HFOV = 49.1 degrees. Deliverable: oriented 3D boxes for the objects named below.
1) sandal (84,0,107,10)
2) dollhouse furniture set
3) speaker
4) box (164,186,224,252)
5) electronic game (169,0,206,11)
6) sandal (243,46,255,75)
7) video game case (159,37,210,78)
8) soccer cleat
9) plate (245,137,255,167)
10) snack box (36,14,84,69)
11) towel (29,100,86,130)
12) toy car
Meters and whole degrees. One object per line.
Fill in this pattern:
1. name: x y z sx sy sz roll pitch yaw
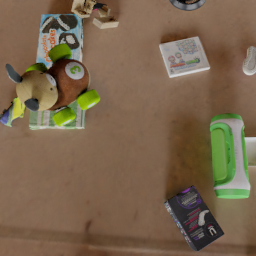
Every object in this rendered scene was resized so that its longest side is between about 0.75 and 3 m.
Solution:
1. sandal: -1.368 -5.065 11.656 1.056 0.238 0.396 11 76 -11
2. dollhouse furniture set: -1.109 -4.718 10.765 1.391 1.133 1.323 40 40 17
3. speaker: 3.284 0.902 9.096 1.161 1.161 2.625 2 71 1
4. box: 1.976 2.751 8.598 1.005 0.872 1.644 -28 73 -9
5. electronic game: 2.502 -5.608 11.745 1.623 0.338 1.623 -1 73 3
6. sandal: 4.662 -2.506 10.704 0.608 0.367 1.494 32 61 -5
7. video game case: 2.180 -2.769 10.855 1.608 0.190 1.464 -13 71 -4
8. soccer cleat: -3.940 -0.727 10.086 0.651 0.503 1.557 41 69 -18
9. plate: 4.291 0.830 9.634 1.048 0.170 1.051 -1 71 1
10. snack box: -2.597 -3.113 10.800 1.621 0.518 2.791 -1 71 0
11. towel: -2.512 -0.651 10.124 1.982 0.232 1.512 0 71 1
12. toy car: -1.957 -1.011 6.691 1.670 2.116 1.738 -33 88 18
